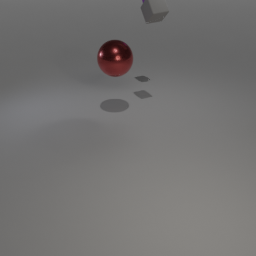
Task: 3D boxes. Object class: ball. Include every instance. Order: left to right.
[{"bbox_3d":[-0.493,-2.677,10.797,1.400,1.400,1.400,0,29,0],"label":"ball"}]

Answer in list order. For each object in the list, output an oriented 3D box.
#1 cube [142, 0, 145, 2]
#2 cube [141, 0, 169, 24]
[{"bbox_3d":[1.114,-5.645,12.494,0.700,0.700,0.700,-25,28,-13],"label":"cube"},{"bbox_3d":[0.990,-4.408,10.406,0.700,0.700,0.700,-17,-5,-20],"label":"cube"}]
